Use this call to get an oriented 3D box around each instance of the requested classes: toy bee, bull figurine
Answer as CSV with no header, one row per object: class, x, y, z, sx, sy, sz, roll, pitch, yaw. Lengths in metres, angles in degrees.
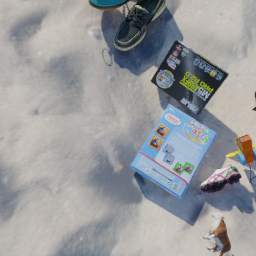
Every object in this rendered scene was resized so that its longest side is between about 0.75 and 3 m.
toy bee,3.211,0.753,7.800,0.987,0.819,1.507,-2,115,-3
bull figurine,2.299,2.764,7.175,0.712,0.382,1.173,-28,104,-16

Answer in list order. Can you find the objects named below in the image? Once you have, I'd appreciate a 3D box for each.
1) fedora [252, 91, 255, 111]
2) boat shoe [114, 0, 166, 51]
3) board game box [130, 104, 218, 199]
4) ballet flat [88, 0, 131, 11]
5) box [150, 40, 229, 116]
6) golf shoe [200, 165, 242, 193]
fedora,4.059,-0.929,8.149,1.185,1.185,0.541,-24,90,-7
boat shoe,0.384,-3.644,9.109,0.907,0.834,2.538,35,75,13
board game box,1.327,0.637,8.107,1.669,0.404,2.206,32,76,7
ballet flat,-0.163,-4.486,9.302,2.555,0.924,0.866,-34,92,-10
box,1.766,-1.465,8.205,1.800,0.398,1.442,39,115,13
golf shoe,2.576,1.454,7.960,1.176,0.427,0.541,-24,31,6
